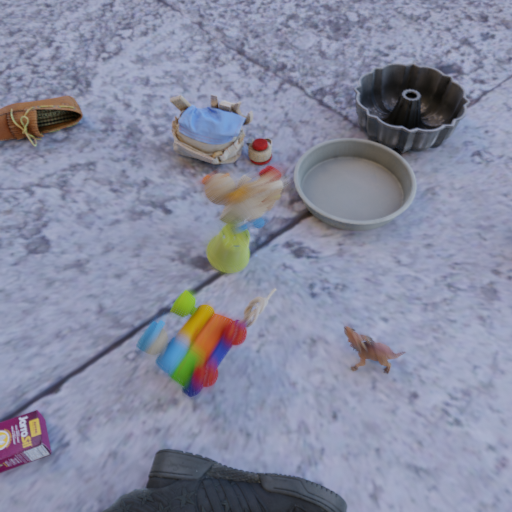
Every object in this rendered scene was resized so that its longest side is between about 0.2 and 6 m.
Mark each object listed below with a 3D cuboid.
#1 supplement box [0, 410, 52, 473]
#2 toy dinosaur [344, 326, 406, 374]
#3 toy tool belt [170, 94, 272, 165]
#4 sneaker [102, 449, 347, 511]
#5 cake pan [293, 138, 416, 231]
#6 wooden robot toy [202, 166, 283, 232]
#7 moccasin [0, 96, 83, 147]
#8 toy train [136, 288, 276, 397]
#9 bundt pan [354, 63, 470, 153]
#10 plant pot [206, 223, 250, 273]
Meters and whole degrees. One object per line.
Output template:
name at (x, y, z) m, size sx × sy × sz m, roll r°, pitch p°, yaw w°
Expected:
supplement box at (-3.667, 2.835, 8.496) m, size 0.917 × 0.473 × 0.600 m, roll -18°, pitch 54°, yaw -14°
toy dinosaur at (1.966, 1.570, 9.309) m, size 1.087 × 0.737 × 0.467 m, roll 7°, pitch 47°, yaw 8°
toy tool belt at (-0.755, -2.789, 12.315) m, size 2.272 × 1.396 × 1.419 m, roll 11°, pitch 53°, yaw 9°
sneaker at (-0.592, 3.732, 7.514) m, size 3.380 × 1.015 × 1.763 m, roll 9°, pitch 53°, yaw 13°
cake pan at (2.064, -1.498, 11.893) m, size 2.561 × 0.470 × 2.561 m, roll 0°, pitch 51°, yaw 0°
wooden robot toy at (-0.358, -1.152, 9.644) m, size 1.150 × 2.535 × 1.117 m, roll 27°, pitch 84°, yaw -12°
moccasin at (-5.162, -3.082, 12.995) m, size 2.245 × 0.821 × 0.867 m, roll -16°, pitch 44°, yaw -24°
toy train at (-0.794, 1.010, 9.109) m, size 1.312 × 0.960 × 2.267 m, roll 39°, pitch 65°, yaw -4°
bundt pan at (3.519, -3.351, 13.037) m, size 2.587 × 0.971 × 2.587 m, roll 0°, pitch 51°, yaw 0°
plant pot at (-0.462, -0.213, 10.553) m, size 0.849 × 0.781 × 0.849 m, roll 5°, pitch 65°, yaw -11°
